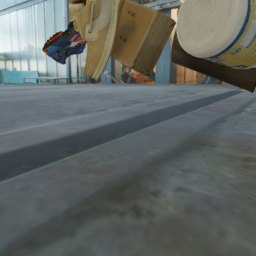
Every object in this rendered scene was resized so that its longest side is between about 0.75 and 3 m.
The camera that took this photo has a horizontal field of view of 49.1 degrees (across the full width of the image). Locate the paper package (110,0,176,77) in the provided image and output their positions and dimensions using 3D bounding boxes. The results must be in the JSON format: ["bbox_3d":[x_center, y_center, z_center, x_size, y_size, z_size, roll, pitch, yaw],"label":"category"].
[{"bbox_3d":[0.308,-3.819,11.695,1.331,2.453,2.573,13,20,-46],"label":"paper package"}]

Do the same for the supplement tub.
[{"bbox_3d":[2.166,-2.021,5.702,2.044,1.478,1.478,3,7,-37],"label":"supplement tub"}]

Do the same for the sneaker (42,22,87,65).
[{"bbox_3d":[-1.851,-3.365,10.394,2.694,1.057,1.015,-31,40,11],"label":"sneaker"}]

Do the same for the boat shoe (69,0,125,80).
[{"bbox_3d":[-0.649,-2.346,5.530,1.010,2.919,1.076,11,38,-11],"label":"boat shoe"}]

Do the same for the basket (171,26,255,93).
[{"bbox_3d":[2.643,-2.385,8.129,2.481,2.237,1.688,16,7,16],"label":"basket"}]
